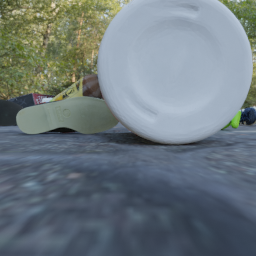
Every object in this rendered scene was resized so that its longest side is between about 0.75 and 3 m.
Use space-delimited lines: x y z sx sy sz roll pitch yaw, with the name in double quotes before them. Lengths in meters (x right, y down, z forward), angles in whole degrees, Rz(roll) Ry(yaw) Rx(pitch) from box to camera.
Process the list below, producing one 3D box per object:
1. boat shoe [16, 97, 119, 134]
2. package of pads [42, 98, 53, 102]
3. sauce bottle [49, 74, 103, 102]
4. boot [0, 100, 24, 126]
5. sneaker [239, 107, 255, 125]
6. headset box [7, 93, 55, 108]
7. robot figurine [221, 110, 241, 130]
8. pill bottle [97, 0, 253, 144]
"boat shoe" -1.112 -0.251 5.468 1.954 0.715 0.612 -4 10 3
"package of pads" -2.182 -0.666 11.586 2.214 0.977 2.866 2 0 0
"sauce bottle" -1.295 -0.996 8.209 2.651 0.858 0.858 -32 -8 16
"boot" -4.972 -0.451 9.921 2.587 0.952 0.976 -5 -6 -43
"sneaker" 4.464 -0.422 11.323 0.815 0.723 1.928 -2 -6 -12
"headset box" -4.406 -0.821 12.273 1.881 0.949 2.531 -14 1 10
"robot figurine" 2.239 -0.324 7.125 1.152 0.760 1.313 2 3 36
"pill bottle" 0.477 -0.737 4.520 1.780 1.780 2.976 0 2 -3
